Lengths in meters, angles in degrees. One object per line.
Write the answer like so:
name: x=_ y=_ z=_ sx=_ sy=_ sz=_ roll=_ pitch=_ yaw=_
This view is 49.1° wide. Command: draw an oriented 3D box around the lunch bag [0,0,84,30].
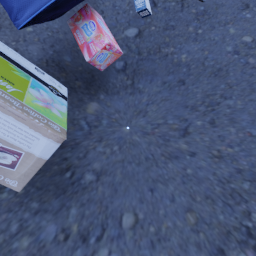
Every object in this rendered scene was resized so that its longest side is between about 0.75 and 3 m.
lunch bag: x=-1.746 y=-3.104 z=5.498 sx=1.631 sy=1.589 sz=2.401 roll=-24 pitch=19 yaw=21

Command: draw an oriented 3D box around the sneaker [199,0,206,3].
sneaker: x=1.699 y=-2.945 z=5.403 sx=1.655 sy=0.942 sz=0.624 roll=10 pitch=17 yaw=26

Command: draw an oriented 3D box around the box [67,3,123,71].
box: x=-0.818 y=-2.223 z=6.864 sx=0.731 sy=0.675 sz=1.425 roll=-34 pitch=65 yaw=18

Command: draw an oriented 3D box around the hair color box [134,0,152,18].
hair color box: x=0.294 y=-3.231 z=6.796 sx=0.289 sy=0.477 sz=0.954 roll=-13 pitch=86 yaw=19

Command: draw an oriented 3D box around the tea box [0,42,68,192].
tea box: x=-1.940 y=-0.336 z=4.103 sx=1.192 sy=1.784 sz=1.755 roll=-46 pitch=29 yaw=17
